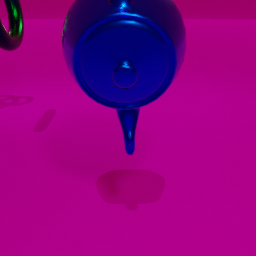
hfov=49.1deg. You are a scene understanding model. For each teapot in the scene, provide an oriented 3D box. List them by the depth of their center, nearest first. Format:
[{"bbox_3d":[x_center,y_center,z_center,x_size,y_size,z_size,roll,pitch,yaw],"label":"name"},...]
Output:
[{"bbox_3d":[-0.030,-0.654,2.722,1.250,2.010,0.984,-3,38,1],"label":"teapot"}]

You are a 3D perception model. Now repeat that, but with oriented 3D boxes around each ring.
[{"bbox_3d":[-2.398,-2.264,5.346,0.310,1.550,1.550,-5,23,1],"label":"ring"}]
